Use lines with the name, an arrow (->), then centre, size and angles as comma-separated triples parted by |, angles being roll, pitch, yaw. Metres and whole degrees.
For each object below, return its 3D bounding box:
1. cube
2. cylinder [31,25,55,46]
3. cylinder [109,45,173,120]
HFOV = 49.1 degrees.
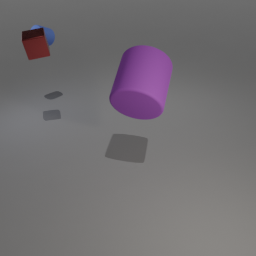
cube -> -2.962, -2.715, 9.026 | 0.700, 0.700, 0.700 | -14, 44, -8
cylinder -> -3.402, -3.664, 11.125 | 0.700, 0.700, 0.700 | 17, 13, 26
cylinder -> 0.355, -1.150, 7.284 | 1.400, 1.400, 1.400 | 8, 64, 14
